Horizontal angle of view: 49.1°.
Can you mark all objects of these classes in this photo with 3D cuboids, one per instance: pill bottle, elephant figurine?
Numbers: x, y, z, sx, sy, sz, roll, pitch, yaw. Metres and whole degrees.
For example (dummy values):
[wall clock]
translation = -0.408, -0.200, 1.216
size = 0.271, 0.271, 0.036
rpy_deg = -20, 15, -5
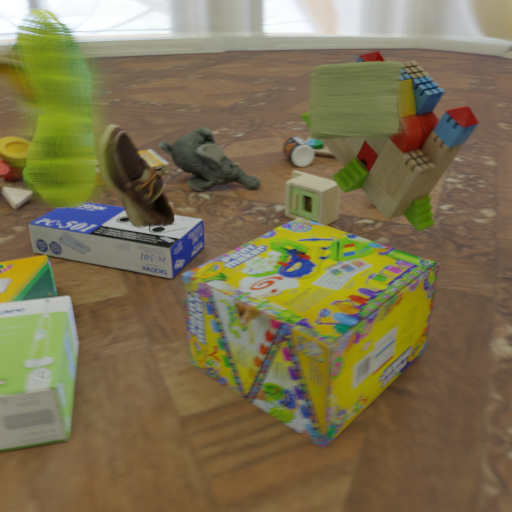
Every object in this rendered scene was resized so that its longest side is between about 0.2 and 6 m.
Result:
[pill bottle]
translation = 1.108, -2.902, 15.399
size = 0.627, 0.627, 1.180
rpy_deg = -7, 28, -13
[elephant figurine]
translation = -1.095, -2.180, 13.501
size = 1.504, 1.372, 1.939
rpy_deg = -36, 53, -7

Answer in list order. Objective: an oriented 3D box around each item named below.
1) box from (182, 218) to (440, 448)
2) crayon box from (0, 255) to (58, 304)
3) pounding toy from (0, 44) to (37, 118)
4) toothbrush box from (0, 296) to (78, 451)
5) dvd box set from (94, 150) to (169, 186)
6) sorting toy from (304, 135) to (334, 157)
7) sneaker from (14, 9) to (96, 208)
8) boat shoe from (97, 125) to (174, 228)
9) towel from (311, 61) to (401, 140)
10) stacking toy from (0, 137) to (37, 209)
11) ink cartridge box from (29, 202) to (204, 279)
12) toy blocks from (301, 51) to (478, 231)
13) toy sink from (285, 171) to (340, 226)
[box]
translation = 0.715, 0.768, 7.398
size = 2.323, 1.471, 2.412
rpy_deg = 23, 36, 37
[crayon box]
translation = -4.168, 0.762, 8.259
size = 2.347, 0.684, 1.394
rpy_deg = -11, 30, -21
[pounding toy]
translation = -4.487, -3.575, 10.881
size = 1.373, 1.492, 1.060
rpy_deg = -34, 18, -5
[toothbrush box]
translation = -3.027, 1.393, 6.876
size = 1.434, 0.848, 1.969
rpy_deg = -7, 29, -11
[dvd box set]
translation = -3.453, -2.327, 14.643
size = 1.990, 0.293, 1.456
rpy_deg = -14, 32, -25
[sorting toy]
translation = 2.201, -3.295, 16.473
size = 1.675, 0.330, 1.809
rpy_deg = 11, 29, 21
[sneaker]
translation = -1.927, -1.444, 5.747
size = 0.732, 1.975, 0.825
rpy_deg = 5, 22, 4
[boat shoe]
translation = -1.603, -1.045, 7.900
size = 0.709, 1.969, 0.710
rpy_deg = 10, 57, 14
[towel]
translation = 1.324, -2.126, 7.682
size = 1.414, 1.049, 0.258
rpy_deg = 9, 13, 42
[stacking toy]
translation = -5.852, -1.705, 13.352
size = 2.016, 0.941, 2.227
rpy_deg = 34, 38, 7
[ink cartridge box]
translation = -2.576, -0.365, 10.489
size = 2.919, 0.645, 1.372
rpy_deg = 9, 28, 18
[toy blocks]
translation = 2.008, -2.016, 8.498
size = 1.416, 1.937, 2.834
rpy_deg = -19, 60, -29
[toy sink]
translation = 1.060, -1.228, 11.955
size = 1.278, 0.833, 0.716
rpy_deg = 24, 36, 37
